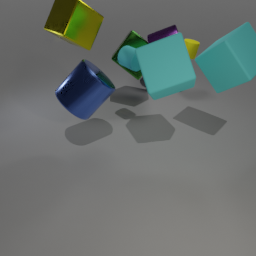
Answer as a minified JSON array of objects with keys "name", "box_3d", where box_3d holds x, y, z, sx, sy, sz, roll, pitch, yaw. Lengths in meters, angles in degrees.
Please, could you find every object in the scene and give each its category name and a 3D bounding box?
[{"name":"cube","box_3d":[1.160,-1.795,8.518,1.400,1.400,1.400,-18,-5,10]},{"name":"cube","box_3d":[-2.057,-3.997,10.669,1.400,1.400,1.400,30,9,38]},{"name":"cylinder","box_3d":[2.738,-3.501,12.398,0.700,0.700,0.700,10,31,-6]},{"name":"cube","box_3d":[3.323,-2.200,8.938,1.400,1.400,1.400,-41,9,-27]},{"name":"cylinder","box_3d":[-1.361,-1.224,9.004,1.400,1.400,1.400,42,14,-13]},{"name":"cube","box_3d":[0.275,-3.065,11.703,1.400,1.400,1.400,36,14,-13]},{"name":"cylinder","box_3d":[1.782,-3.946,13.213,1.400,1.400,1.400,-16,28,16]},{"name":"cylinder","box_3d":[0.125,-2.376,9.570,0.700,0.700,0.700,-25,43,-34]}]
